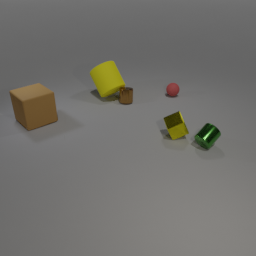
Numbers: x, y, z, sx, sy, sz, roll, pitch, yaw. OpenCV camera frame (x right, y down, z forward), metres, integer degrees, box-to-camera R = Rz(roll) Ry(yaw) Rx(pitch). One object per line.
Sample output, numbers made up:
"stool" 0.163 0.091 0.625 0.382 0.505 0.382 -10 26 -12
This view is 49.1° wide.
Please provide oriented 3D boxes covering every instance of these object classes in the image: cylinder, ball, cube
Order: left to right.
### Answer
"cube" -4.061 -0.948 12.119 1.400 1.400 1.400 -24 38 -34
"cylinder" -1.048 -2.497 14.387 1.400 1.400 1.400 -26 -2 -1
"cylinder" -0.093 -1.655 14.150 0.700 0.700 0.700 1 21 0
"ball" 2.382 -2.049 14.875 0.700 0.700 0.700 0 29 0
"cube" 1.885 -0.094 10.963 0.700 0.700 0.700 -23 43 11
"cylinder" 2.940 0.297 10.352 0.700 0.700 0.700 -45 44 -13
